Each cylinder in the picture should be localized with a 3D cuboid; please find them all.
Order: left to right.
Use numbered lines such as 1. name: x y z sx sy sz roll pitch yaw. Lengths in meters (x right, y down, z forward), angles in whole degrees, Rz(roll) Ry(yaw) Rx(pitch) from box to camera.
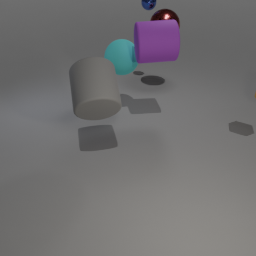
1. cylinder: -0.983 -1.138 8.328 1.400 1.400 1.400 -7 68 -11
2. cylinder: 0.979 -3.032 9.867 1.400 1.400 1.400 -5 31 -4

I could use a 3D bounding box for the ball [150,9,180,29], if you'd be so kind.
1. ball: 1.663 -4.678 12.762 1.400 1.400 1.400 0 30 0

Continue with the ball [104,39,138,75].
1. ball: -0.247 -2.831 11.240 1.400 1.400 1.400 0 30 0

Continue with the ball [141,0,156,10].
1. ball: 0.964 -5.817 12.942 0.700 0.700 0.700 0 30 0

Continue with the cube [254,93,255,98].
1. cube: 4.703 -1.226 9.292 0.700 0.700 0.700 15 -1 34
